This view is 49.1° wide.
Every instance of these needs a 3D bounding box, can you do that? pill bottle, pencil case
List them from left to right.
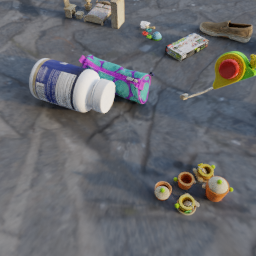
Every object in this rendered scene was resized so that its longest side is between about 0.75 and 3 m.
[{"bbox_3d":[-1.693,-1.264,8.743,2.420,1.344,1.344,18,51,15],"label":"pill bottle"},{"bbox_3d":[-0.417,-1.641,9.233,2.423,1.120,1.031,22,78,20],"label":"pencil case"}]

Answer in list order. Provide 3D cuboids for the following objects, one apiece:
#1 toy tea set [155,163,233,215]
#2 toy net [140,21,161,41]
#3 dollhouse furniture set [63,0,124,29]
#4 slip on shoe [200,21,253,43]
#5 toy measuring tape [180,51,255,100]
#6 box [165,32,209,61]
[{"bbox_3d":[1.564,1.419,6.805,1.856,0.687,1.103,-19,51,-16],"label":"toy tea set"},{"bbox_3d":[0.839,-4.167,12.066,0.742,0.273,1.414,-22,50,-15],"label":"toy net"},{"bbox_3d":[-1.437,-5.616,12.702,2.725,1.206,1.413,17,51,15],"label":"dollhouse furniture set"},{"bbox_3d":[4.140,-4.240,11.844,2.154,0.652,0.819,25,53,21],"label":"slip on shoe"},{"bbox_3d":[1.591,-0.988,5.083,1.588,0.584,0.584,-18,35,40],"label":"toy measuring tape"},{"bbox_3d":[2.377,-3.289,11.249,1.620,0.281,0.892,-32,56,-25],"label":"box"}]
